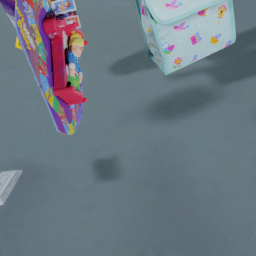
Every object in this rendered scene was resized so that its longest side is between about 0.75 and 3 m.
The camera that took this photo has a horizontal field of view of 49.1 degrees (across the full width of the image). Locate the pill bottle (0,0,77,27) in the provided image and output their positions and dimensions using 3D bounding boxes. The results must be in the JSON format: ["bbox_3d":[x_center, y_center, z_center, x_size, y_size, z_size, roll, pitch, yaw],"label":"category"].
[{"bbox_3d":[-2.252,-3.109,7.240,1.662,2.984,1.662,-4,60,7],"label":"pill bottle"}]

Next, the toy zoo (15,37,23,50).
[{"bbox_3d":[-1.908,-1.879,5.827,0.753,1.148,0.117,11,60,-22],"label":"toy zoo"}]

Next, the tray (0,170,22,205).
[{"bbox_3d":[-2.240,1.014,4.923,0.470,0.097,0.875,-6,30,7],"label":"tray"}]

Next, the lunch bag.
[{"bbox_3d":[1.344,-2.903,6.814,2.129,2.499,1.524,-24,44,-2],"label":"lunch bag"}]

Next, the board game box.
[{"bbox_3d":[-0.586,-0.696,2.828,0.299,1.537,1.215,-9,32,8],"label":"board game box"}]
